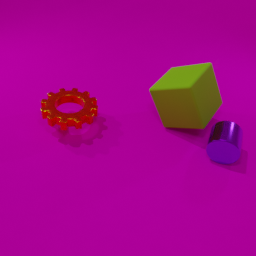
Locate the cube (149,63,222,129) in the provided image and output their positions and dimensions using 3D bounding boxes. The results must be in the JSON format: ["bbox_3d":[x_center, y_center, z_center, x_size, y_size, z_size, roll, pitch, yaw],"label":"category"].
[{"bbox_3d":[1.454,-0.780,6.939,1.164,1.164,1.164,3,38,44],"label":"cube"}]

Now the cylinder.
[{"bbox_3d":[2.201,0.323,6.365,0.723,0.723,0.723,15,44,16],"label":"cylinder"}]

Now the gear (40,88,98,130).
[{"bbox_3d":[-1.472,-0.513,7.090,1.404,0.260,1.404,4,42,-4],"label":"gear"}]
